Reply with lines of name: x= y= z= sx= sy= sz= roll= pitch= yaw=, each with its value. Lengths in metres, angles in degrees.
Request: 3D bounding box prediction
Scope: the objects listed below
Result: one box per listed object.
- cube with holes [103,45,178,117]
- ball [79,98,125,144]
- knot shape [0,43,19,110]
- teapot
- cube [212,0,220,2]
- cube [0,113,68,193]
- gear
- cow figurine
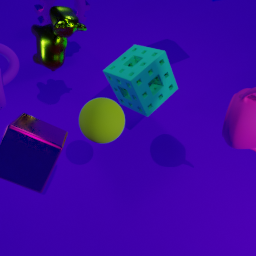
cube with holes: x=0.354 y=-1.313 z=7.622 sx=1.233 sy=1.233 sz=1.233 roll=-43 pitch=41 yaw=-16
ball: x=-0.460 y=-0.130 z=4.964 sx=0.811 sy=0.811 sz=0.811 roll=0 pitch=53 yaw=0
knot shape: x=-2.193 y=-0.885 z=4.530 sx=1.058 sy=0.489 sz=0.990 roll=26 pitch=93 yaw=26
teapot: x=2.261 y=-0.082 z=5.107 sx=0.884 sy=1.806 sz=1.123 roll=17 pitch=58 yaw=25
cube: x=2.764 y=-4.075 z=7.214 sx=1.088 sy=1.088 sz=1.088 roll=-22 pitch=98 yaw=-29
cube: x=-1.307 y=0.314 z=3.798 sx=0.708 sy=0.708 sz=0.708 roll=25 pitch=12 yaw=-12
gear: x=-2.012 y=-3.731 z=8.685 sx=1.691 sy=1.691 sz=0.313 roll=-26 pitch=61 yaw=-18
cow figurine: x=-1.673 y=-2.066 z=6.632 sx=0.855 sy=1.557 sz=1.532 roll=-15 pitch=33 yaw=-42
